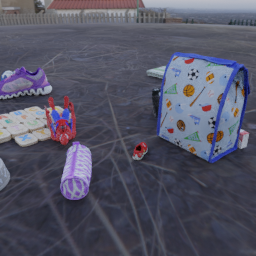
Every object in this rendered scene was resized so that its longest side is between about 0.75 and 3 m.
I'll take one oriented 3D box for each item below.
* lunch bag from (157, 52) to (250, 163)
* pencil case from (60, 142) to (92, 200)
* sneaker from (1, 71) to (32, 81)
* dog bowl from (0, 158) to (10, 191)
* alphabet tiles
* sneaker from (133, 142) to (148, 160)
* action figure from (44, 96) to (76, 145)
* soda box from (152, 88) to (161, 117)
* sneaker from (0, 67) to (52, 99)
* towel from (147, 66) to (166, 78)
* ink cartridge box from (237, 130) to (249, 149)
[{"bbox_3d":[2.221,-0.772,8.431,1.699,2.744,2.333,-21,32,-36],"label":"lunch bag"},{"bbox_3d":[-1.276,1.027,7.037,0.711,0.724,1.694,-5,27,-5],"label":"pencil case"},{"bbox_3d":[-5.646,-2.586,14.425,0.970,0.828,2.201,4,26,8],"label":"sneaker"},{"bbox_3d":[-3.829,1.195,6.991,1.588,0.466,1.588,0,27,0],"label":"dog bowl"},{"bbox_3d":[-3.543,-0.192,10.152,2.977,0.217,2.912,-20,32,-35],"label":"alphabet tiles"},{"bbox_3d":[0.381,0.612,8.299,0.336,0.370,0.871,7,27,14],"label":"sneaker"},{"bbox_3d":[-2.307,-0.578,9.507,0.918,1.393,2.814,-8,37,-14],"label":"action figure"},{"bbox_3d":[2.312,-1.100,10.783,2.709,0.959,0.858,-5,27,9],"label":"soda box"},{"bbox_3d":[-5.116,-2.151,12.976,2.971,1.313,1.195,-10,29,-18],"label":"sneaker"},{"bbox_3d":[2.311,-3.274,16.562,1.571,0.323,2.106,23,32,35],"label":"towel"},{"bbox_3d":[3.374,0.243,8.918,0.291,0.501,0.861,-14,29,-27],"label":"ink cartridge box"}]
